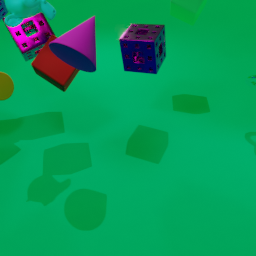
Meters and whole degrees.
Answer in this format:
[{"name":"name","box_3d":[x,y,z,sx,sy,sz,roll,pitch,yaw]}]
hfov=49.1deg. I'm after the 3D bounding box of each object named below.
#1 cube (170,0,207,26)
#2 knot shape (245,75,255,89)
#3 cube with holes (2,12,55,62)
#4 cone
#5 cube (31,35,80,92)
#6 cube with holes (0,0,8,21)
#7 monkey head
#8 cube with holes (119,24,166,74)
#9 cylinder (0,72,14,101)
[{"name":"cube","box_3d":[2.086,-4.305,9.592,0.963,0.963,0.963,30,0,8]},{"name":"knot shape","box_3d":[3.986,-1.504,7.965,1.093,1.168,0.540,-32,82,11]},{"name":"cube with holes","box_3d":[-2.984,-2.897,8.644,1.109,1.109,1.109,-30,9,-13]},{"name":"cone","box_3d":[-0.951,-1.963,6.036,1.099,1.099,1.103,19,78,24]},{"name":"cube","box_3d":[-1.836,-1.671,7.432,0.957,0.957,0.957,33,82,-8]},{"name":"cube with holes","box_3d":[-4.400,-3.583,8.104,1.153,1.153,1.153,-50,13,-8]},{"name":"monkey head","box_3d":[-2.212,-2.755,6.339,0.833,0.995,1.383,-21,45,34]},{"name":"cube with holes","box_3d":[0.454,-2.253,7.935,0.991,0.991,0.991,10,46,20]},{"name":"cylinder","box_3d":[-3.710,-1.152,7.750,0.768,0.768,0.768,6,34,35]}]
